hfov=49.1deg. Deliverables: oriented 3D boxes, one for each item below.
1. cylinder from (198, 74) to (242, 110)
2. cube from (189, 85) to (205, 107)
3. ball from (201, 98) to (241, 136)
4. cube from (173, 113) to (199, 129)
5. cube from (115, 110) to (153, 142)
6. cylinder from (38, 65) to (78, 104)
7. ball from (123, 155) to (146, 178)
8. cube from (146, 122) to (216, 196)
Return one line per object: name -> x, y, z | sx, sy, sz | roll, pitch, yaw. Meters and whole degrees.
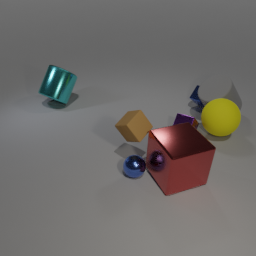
cylinder -> 3.802, -1.243, 11.576 | 1.400, 1.400, 1.400 | -23, 45, 25
cube -> 3.381, -1.421, 12.724 | 0.700, 0.700, 0.700 | 31, 1, -38
ball -> 3.431, -0.394, 10.376 | 1.400, 1.400, 1.400 | 0, 29, 0
cube -> 2.126, -0.051, 10.412 | 0.700, 0.700, 0.700 | 18, -8, 31
cube -> 0.177, -0.054, 8.516 | 0.700, 0.700, 0.700 | -48, 24, -25
cylinder -> -3.232, -1.993, 12.949 | 1.400, 1.400, 1.400 | 22, -1, 0
ball -> 0.198, 1.165, 8.545 | 0.700, 0.700, 0.700 | 0, 29, 0
cube -> 1.470, 0.865, 8.226 | 1.400, 1.400, 1.400 | -11, 37, -20
